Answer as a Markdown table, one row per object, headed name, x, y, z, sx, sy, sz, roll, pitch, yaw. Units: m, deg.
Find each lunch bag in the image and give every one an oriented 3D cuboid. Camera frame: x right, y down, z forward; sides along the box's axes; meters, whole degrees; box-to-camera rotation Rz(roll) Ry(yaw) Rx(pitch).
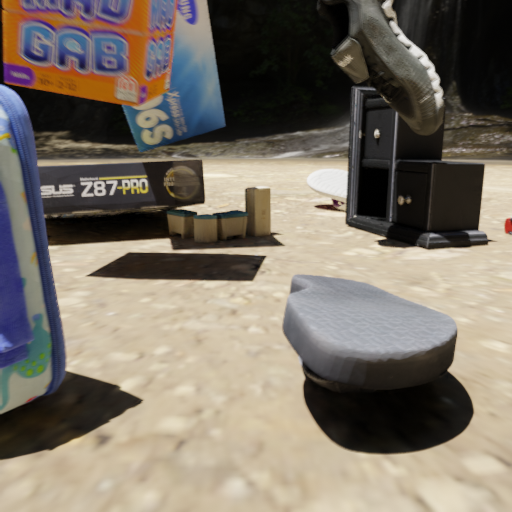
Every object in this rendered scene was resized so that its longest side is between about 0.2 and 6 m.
| name | x | y | z | sx | sy | sz | roll | pitch | yaw |
| --- | --- | --- | --- | --- | --- | --- | --- | --- | --- |
| lunch bag | -1.914 | -0.014 | 3.344 | 1.577 | 1.962 | 0.809 | 0 | 12 | 34 |

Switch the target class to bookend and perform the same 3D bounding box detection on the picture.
| name | x | y | z | sx | sy | sz | roll | pitch | yaw |
| --- | --- | --- | --- | --- | --- | --- | --- | --- | --- |
| bookend | 2.705 | -1.616 | 9.560 | 1.194 | 2.577 | 2.593 | -3 | 13 | -20 |

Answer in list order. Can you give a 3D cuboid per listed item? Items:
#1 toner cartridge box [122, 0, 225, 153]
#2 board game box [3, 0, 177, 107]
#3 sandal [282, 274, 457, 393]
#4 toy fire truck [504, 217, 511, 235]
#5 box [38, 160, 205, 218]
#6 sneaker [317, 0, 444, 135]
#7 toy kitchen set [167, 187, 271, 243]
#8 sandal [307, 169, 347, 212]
| name | x | y | z | sx | sy | sz | roll | pitch | yaw |
| --- | --- | --- | --- | --- | --- | --- | --- | --- | --- |
| toner cartridge box | -1.608 | -3.365 | 9.142 | 1.735 | 0.789 | 3.653 | -20 | -29 | -7 |
| board game box | -1.862 | -2.742 | 6.572 | 1.530 | 1.530 | 1.531 | 10 | 23 | 1 |
| sandal | 0.745 | 0.586 | 4.251 | 1.086 | 0.612 | 2.857 | 8 | 3 | 4 |
| toy fire truck | 5.041 | -0.464 | 9.532 | 0.914 | 0.316 | 1.297 | -5 | 12 | -25 |
| box | -2.854 | -1.198 | 10.681 | 2.946 | 0.897 | 3.655 | -4 | 4 | -20 |
| sneaker | 1.723 | -2.870 | 8.205 | 1.222 | 2.701 | 0.897 | -28 | 2 | -19 |
| toy kitchen set | -0.643 | -0.768 | 9.693 | 1.429 | 0.842 | 1.145 | -9 | 15 | -38 |
| sandal | 2.222 | -1.346 | 13.090 | 1.132 | 0.683 | 2.781 | -25 | 36 | -30 |
